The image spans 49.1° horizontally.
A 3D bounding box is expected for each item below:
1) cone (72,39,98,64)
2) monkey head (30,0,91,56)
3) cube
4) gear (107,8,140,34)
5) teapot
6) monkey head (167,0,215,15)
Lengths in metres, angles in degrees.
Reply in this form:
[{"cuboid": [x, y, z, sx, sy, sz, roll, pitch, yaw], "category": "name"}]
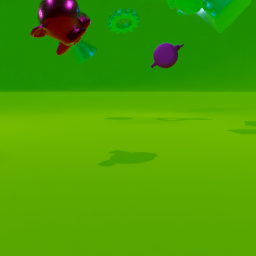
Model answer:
[{"cuboid": [-1.773, -2.981, 10.058, 0.977, 0.980, 0.977, -28, 29, 17], "category": "cone"}, {"cuboid": [-1.095, -1.632, 4.426, 0.768, 1.275, 0.917, 32, -40, -23], "category": "monkey head"}, {"cuboid": [2.710, -3.874, 8.323, 1.273, 1.273, 1.273, 50, 17, 18], "category": "cube"}, {"cuboid": [-0.163, -3.768, 9.906, 1.115, 0.206, 1.115, -9, -17, -3], "category": "gear"}, {"cuboid": [1.414, -2.623, 10.130, 1.432, 0.890, 0.701, -34, -1, 14], "category": "teapot"}, {"cuboid": [1.502, -3.338, 6.935, 1.406, 1.011, 0.847, 27, -9, -21], "category": "monkey head"}]
